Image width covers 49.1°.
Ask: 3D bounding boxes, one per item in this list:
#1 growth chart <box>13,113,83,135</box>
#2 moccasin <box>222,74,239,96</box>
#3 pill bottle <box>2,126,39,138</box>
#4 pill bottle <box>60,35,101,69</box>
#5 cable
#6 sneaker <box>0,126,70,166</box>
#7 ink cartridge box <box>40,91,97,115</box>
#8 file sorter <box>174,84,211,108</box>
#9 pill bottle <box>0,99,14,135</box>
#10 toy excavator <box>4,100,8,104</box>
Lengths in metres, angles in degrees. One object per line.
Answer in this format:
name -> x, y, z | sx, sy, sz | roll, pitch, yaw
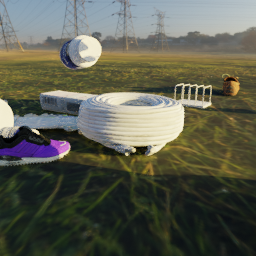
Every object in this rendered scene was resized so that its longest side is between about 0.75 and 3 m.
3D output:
growth chart -> -2.387, -0.165, 8.244 | 2.475, 0.219, 1.791 | 0, 16, 1
moccasin -> 5.066, -2.204, 13.887 | 0.854, 0.901, 2.334 | 8, 18, 25
pill bottle -> -2.497, 0.210, 6.521 | 0.822, 0.475, 0.475 | 9, 19, 28
pill bottle -> -1.653, -2.631, 9.776 | 1.061, 1.061, 1.911 | -9, 11, -27
cable -> 0.049, -0.307, 7.278 | 2.765, 0.957, 2.764 | 13, 20, 33
sneaker -> -1.941, 0.308, 5.725 | 1.488, 0.740, 0.517 | -7, 17, -19
ink cartridge box -> -1.577, -1.129, 10.778 | 2.231, 0.783, 2.744 | 10, 23, 31
file sorter -> 2.554, -1.304, 11.087 | 1.266, 0.788, 0.879 | 11, 19, 34
pill bottle -> -3.915, -0.223, 6.775 | 2.003, 1.160, 1.160 | 7, 18, 23
toy excavator -> -5.247, -1.004, 10.789 | 0.969, 0.498, 0.996 | -14, 34, -33
